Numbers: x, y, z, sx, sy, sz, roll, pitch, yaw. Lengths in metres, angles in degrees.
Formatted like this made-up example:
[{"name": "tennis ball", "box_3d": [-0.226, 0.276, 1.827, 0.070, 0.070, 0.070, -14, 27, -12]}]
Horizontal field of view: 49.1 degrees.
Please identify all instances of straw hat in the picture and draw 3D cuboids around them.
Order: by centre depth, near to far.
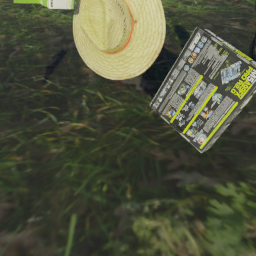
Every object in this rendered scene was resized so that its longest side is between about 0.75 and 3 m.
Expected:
[{"name": "straw hat", "box_3d": [-0.552, -2.608, 7.009, 2.927, 2.927, 1.239, 15, 20, 18]}]

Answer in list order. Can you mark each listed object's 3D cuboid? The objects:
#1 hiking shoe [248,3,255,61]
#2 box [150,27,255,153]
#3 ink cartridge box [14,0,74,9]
[{"name": "hiking shoe", "box_3d": [3.050, -2.141, 5.796, 0.745, 1.967, 0.990, -1, 35, 9]}, {"name": "box", "box_3d": [1.580, -0.761, 5.848, 1.641, 2.049, 0.453, 43, 34, 21]}, {"name": "ink cartridge box", "box_3d": [-1.895, -3.262, 6.392, 1.298, 0.959, 0.492, -19, 43, -38]}]
